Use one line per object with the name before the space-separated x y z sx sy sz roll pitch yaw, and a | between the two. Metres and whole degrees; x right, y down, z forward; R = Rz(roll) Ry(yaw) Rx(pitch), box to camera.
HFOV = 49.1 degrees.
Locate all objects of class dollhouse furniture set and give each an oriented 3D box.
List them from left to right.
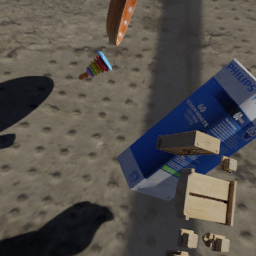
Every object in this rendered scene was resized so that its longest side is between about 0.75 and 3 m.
dollhouse furniture set | 0.812 0.951 3.626 0.840 0.718 1.621 18 74 -29

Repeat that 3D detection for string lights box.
string lights box | 1.242 0.199 5.003 2.623 1.348 0.773 -41 49 17

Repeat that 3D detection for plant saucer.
plant saucer | -0.012 -3.629 7.513 0.450 2.789 2.789 21 56 -3

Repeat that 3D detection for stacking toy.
stacking toy | -0.907 -1.514 7.290 0.887 0.487 0.515 -34 42 3
